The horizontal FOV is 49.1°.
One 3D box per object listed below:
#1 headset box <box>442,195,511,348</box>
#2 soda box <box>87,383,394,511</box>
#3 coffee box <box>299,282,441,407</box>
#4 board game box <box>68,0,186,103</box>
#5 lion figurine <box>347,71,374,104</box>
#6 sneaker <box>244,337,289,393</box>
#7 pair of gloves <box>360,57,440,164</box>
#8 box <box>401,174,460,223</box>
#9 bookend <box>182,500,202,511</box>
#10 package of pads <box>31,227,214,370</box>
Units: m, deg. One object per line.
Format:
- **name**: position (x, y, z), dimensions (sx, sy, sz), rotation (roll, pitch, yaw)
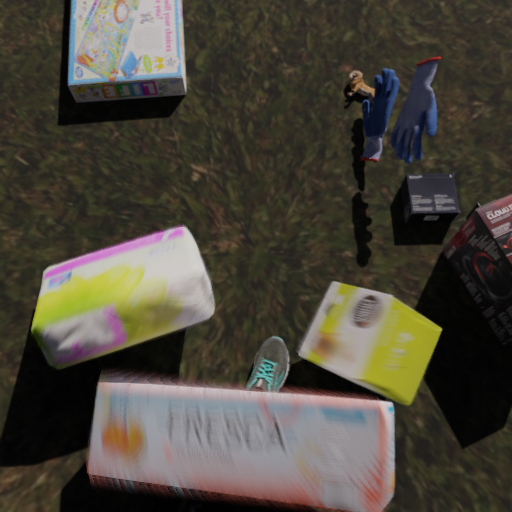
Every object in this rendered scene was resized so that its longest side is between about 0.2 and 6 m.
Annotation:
- **headset box**: position (4.497, 0.205, 10.110), dimensions (0.926, 1.835, 2.469), rotation (-22, 69, -10)
- **soda box**: position (-0.224, 2.746, 8.444), dimensions (4.447, 1.521, 1.414), rotation (0, 77, 20)
- **coffee box**: position (1.909, 1.451, 9.393), dimensions (1.446, 1.430, 1.444), rotation (31, 80, -32)
- **board game box**: position (-2.983, -5.351, 13.031), dimensions (2.510, 0.639, 3.734), rotation (-5, 68, -1)
- **lion figurine**: position (2.445, -3.713, 12.573), dimensions (0.972, 0.352, 0.595), rotation (38, 64, 0)
- **sneaker**: position (0.149, 2.237, 9.814), dimensions (0.681, 0.800, 1.755), rotation (16, 71, 6)
- **pair of gloves**: position (2.809, -2.830, 11.190), dimensions (0.285, 2.502, 2.012), rotation (10, 94, -23)
- **box**: position (3.520, -1.163, 11.386), dimensions (0.980, 0.510, 0.893), rotation (0, 69, 0)
- **bookend**: position (-0.395, 5.356, 8.395), dimensions (2.413, 1.111, 2.397), rotation (21, 69, 8)
- **package of pads**: position (-2.302, 0.632, 9.792), dimensions (2.917, 0.995, 2.254), rotation (-19, 28, -6)
